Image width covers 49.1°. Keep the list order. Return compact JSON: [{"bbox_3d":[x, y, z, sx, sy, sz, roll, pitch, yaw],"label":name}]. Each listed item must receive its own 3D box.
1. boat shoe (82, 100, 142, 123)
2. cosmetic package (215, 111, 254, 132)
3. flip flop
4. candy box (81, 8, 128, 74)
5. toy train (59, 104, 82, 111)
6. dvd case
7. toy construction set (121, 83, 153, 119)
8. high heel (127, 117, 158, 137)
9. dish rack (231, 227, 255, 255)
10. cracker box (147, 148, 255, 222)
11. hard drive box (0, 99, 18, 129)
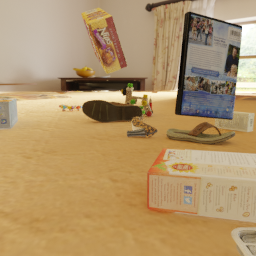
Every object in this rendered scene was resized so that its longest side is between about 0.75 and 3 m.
[{"bbox_3d":[-0.788,-0.747,13.218,2.824,1.016,0.960,8,5,-14],"label":"boat shoe"},{"bbox_3d":[4.159,-0.288,11.007,0.492,0.728,1.384,-7,13,-42],"label":"cosmetic package"},{"bbox_3d":[2.285,0.098,8.997,2.175,0.626,0.882,6,11,30],"label":"flip flop"},{"bbox_3d":[-0.898,-3.156,9.818,0.809,1.672,2.865,-21,30,-5],"label":"candy box"},{"bbox_3d":[-3.632,-1.239,17.584,1.357,0.377,1.019,4,9,4],"label":"toy train"},{"bbox_3d":[1.695,-1.222,5.800,1.448,2.029,0.178,4,4,-24],"label":"dvd case"},{"bbox_3d":[0.596,-1.517,15.070,1.890,1.741,2.266,7,11,33],"label":"toy construction set"},{"bbox_3d":[0.625,-0.068,10.042,1.051,0.526,1.474,-4,25,17],"label":"high heel"},{"bbox_3d":[1.785,1.366,2.734,1.288,0.280,1.106,0,9,-1],"label":"dish rack"},{"bbox_3d":[1.552,0.859,4.546,2.252,0.650,1.508,2,10,16],"label":"cracker box"},{"bbox_3d":[-6.259,-0.605,11.628,2.900,1.114,2.260,-3,10,-15],"label":"hard drive box"}]
